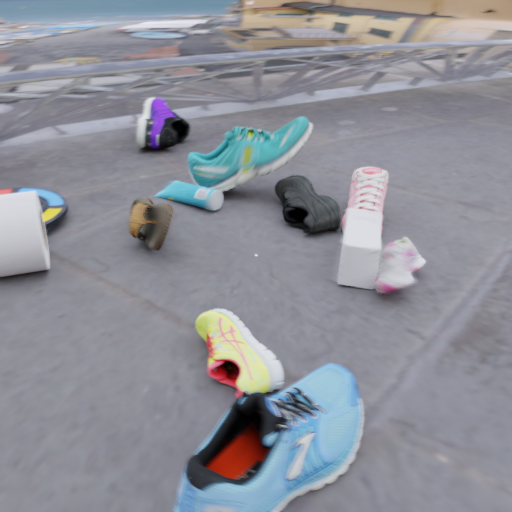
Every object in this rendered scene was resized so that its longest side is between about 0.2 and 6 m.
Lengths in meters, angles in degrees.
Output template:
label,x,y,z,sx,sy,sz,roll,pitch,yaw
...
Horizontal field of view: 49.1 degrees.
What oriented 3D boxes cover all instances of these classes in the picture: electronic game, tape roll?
label,x,y,z,sx,sy,sz,roll,pitch,yaw
electronic game,-5.067,-0.856,11.320,2.411,0.502,2.411,0,30,0
tape roll,-4.125,-0.367,9.541,0.953,1.388,1.388,-10,31,-16

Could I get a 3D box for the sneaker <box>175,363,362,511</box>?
label,x,y,z,sx,sy,sz,roll,pitch,yaw
sneaker,0.279,1.851,5.758,1.051,1.206,2.681,21,36,33

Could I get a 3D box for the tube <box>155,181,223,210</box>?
label,x,y,z,sx,sy,sz,roll,pitch,yaw
tube,-1.468,-1.365,12.338,1.685,0.425,0.653,18,44,39

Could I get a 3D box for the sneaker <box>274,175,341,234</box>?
label,x,y,z,sx,sy,sz,roll,pitch,yaw
sneaker,0.854,-1.073,11.500,0.923,0.772,2.033,-19,33,-23

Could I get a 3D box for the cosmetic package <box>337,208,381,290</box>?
label,x,y,z,sx,sy,sz,roll,pitch,yaw
cosmetic package,1.816,-0.157,9.732,0.639,0.810,1.506,9,28,9

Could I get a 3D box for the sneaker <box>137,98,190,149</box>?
label,x,y,z,sx,sy,sz,roll,pitch,yaw
sneaker,-2.588,-3.758,16.179,1.398,0.977,2.811,4,34,-4

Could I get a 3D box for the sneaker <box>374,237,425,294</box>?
label,x,y,z,sx,sy,sz,roll,pitch,yaw
sneaker,2.264,0.141,9.237,0.584,0.633,1.436,-26,6,37

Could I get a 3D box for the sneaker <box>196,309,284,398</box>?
label,x,y,z,sx,sy,sz,roll,pitch,yaw
sneaker,-0.403,1.274,7.390,0.752,0.651,1.666,-23,37,-30

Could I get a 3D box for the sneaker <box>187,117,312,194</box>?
label,x,y,z,sx,sy,sz,roll,pitch,yaw
sneaker,-0.144,-2.323,12.266,2.909,1.159,1.127,-25,24,7

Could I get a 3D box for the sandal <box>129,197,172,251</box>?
label,x,y,z,sx,sy,sz,roll,pitch,yaw
sandal,-2.097,-0.694,10.385,0.593,0.888,2.174,10,13,-30

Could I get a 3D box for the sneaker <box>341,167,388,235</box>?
label,x,y,z,sx,sy,sz,roll,pitch,yaw
sneaker,2.187,-1.129,11.220,0.791,1.098,2.101,8,32,11
